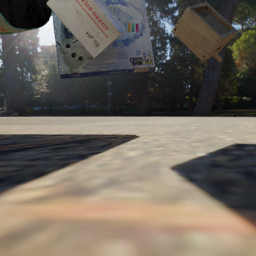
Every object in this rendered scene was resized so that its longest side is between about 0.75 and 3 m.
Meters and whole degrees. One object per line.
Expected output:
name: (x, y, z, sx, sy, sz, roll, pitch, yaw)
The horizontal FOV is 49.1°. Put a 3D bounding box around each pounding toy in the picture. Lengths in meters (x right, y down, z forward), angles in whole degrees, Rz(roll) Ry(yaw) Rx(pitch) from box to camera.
pounding toy: (2.044, -2.366, 7.304, 1.468, 1.351, 1.044, -35, -11, -45)

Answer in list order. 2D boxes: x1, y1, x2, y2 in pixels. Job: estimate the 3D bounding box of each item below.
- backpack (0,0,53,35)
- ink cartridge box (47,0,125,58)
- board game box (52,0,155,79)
backpack: (-2.499, -2.902, 5.662, 1.507, 1.966, 1.728, -5, 25, 30)
ink cartridge box: (-0.844, -2.442, 6.211, 0.826, 1.435, 2.478, -39, 15, 15)
board game box: (-0.748, -2.868, 8.013, 2.701, 2.688, 0.586, -7, -3, -13)
